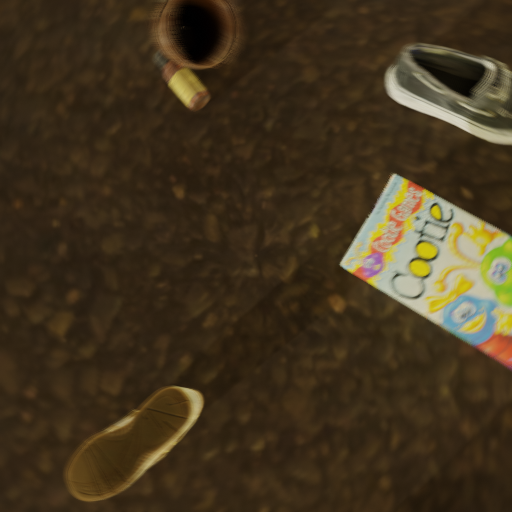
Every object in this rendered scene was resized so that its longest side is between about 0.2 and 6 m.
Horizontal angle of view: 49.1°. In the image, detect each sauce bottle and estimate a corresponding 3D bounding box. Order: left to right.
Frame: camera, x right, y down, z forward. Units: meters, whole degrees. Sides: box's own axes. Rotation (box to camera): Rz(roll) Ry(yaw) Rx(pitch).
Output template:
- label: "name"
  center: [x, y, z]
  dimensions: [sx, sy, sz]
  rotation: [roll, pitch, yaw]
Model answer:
- label: "sauce bottle"
  center: [-1.369, -3.208, 10.136]
  dimensions: [0.421, 0.421, 1.275]
  rotation: [-35, 78, -8]

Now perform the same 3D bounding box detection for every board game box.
- label: "board game box"
  center: [2.972, 0.218, 8.411]
  dimensions: [3.001, 1.546, 1.574]
  rotation: [31, 98, 9]

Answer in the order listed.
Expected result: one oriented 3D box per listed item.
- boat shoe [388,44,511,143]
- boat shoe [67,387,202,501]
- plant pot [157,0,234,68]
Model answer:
- label: "boat shoe"
  center: [3.854, -2.804, 9.664]
  dimensions: [3.116, 1.105, 1.123]
  rotation: [14, 76, 4]
- label: "boat shoe"
  center: [-1.753, 2.810, 8.377]
  dimensions: [2.411, 0.800, 0.892]
  rotation: [-36, 74, 12]
- label: "plant pot"
  center: [-1.192, -3.813, 9.603]
  dimensions: [1.237, 1.323, 1.237]
  rotation: [-6, 105, -24]
